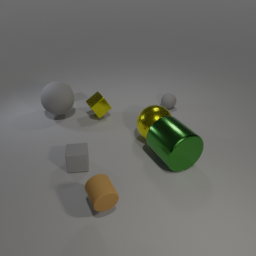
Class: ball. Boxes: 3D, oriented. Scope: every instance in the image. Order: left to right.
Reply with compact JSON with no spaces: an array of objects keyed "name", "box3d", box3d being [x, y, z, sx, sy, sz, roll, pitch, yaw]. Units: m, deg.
[{"name":"ball","box3d":[-2.988,-1.266,11.916,1.400,1.400,1.400,0,32,0]},{"name":"ball","box3d":[1.017,-0.168,10.517,1.400,1.400,1.400,0,32,0]},{"name":"ball","box3d":[1.862,-1.239,12.806,0.700,0.700,0.700,0,32,0]}]

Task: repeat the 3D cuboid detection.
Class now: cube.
[{"name":"cube","box3d":[-1.672,0.981,9.283,0.700,0.700,0.700,-4,30,-6]},{"name":"cube","box3d":[-1.253,-0.996,11.959,0.700,0.700,0.700,-40,40,-2]}]

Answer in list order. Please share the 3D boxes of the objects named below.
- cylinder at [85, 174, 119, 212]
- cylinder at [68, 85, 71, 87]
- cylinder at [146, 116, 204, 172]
[{"name":"cylinder","box3d":[-0.686,1.678,7.278,0.700,0.700,0.700,-14,41,-21]},{"name":"cylinder","box3d":[-3.186,-1.766,13.479,0.700,0.700,0.700,17,14,-4]},{"name":"cylinder","box3d":[1.545,0.508,9.388,1.400,1.400,1.400,-15,35,-23]}]
